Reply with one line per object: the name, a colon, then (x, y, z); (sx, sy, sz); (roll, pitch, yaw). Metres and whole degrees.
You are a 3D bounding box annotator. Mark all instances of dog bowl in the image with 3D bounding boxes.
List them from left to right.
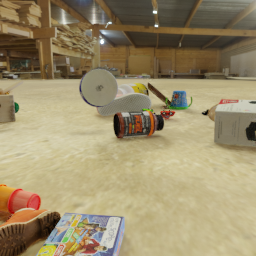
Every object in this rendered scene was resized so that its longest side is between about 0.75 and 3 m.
dog bowl: (-1.093, -1.473, 10.401); (1.393, 1.393, 0.549); (-4, 4, -17)

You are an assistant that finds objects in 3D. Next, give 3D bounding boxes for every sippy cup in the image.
sippy cup: (2.928, -1.622, 16.035); (1.374, 1.007, 1.079); (-11, 17, -41)

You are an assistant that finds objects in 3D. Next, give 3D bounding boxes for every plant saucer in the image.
plant saucer: (1.912, -2.001, 17.046); (2.100, 0.337, 2.100); (39, 8, -7)

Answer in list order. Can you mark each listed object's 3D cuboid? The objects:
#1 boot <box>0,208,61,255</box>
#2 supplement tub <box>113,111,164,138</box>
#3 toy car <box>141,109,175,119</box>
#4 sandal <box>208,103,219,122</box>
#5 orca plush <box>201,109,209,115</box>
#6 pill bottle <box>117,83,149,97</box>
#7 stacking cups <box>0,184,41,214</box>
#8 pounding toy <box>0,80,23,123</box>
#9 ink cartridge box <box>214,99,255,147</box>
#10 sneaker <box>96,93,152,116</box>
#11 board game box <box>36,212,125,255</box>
boot: (-1.595, 1.443, 3.961); (0.629, 0.440, 1.173); (4, 5, 33)
supplement tub: (0.384, -0.149, 9.808); (1.690, 0.904, 0.904); (-5, 14, -18)
toy car: (1.158, -0.646, 13.187); (1.696, 0.378, 1.596); (-7, 14, -30)
sandal: (4.537, -0.375, 10.757); (2.733, 1.002, 0.899); (8, 23, 3)
orca plush: (4.089, -0.719, 13.997); (0.811, 0.288, 0.427); (-1, -32, -21)
pill bottle: (0.080, -1.911, 16.479); (1.371, 1.371, 2.448); (9, 16, 34)
stacking cups: (-2.375, 1.155, 4.913); (1.837, 0.556, 0.556); (5, 14, 15)
pounding toy: (-5.989, -1.271, 12.924); (2.387, 1.697, 2.197); (-5, 14, -22)
ink cartridge box: (4.308, -0.198, 9.110); (2.696, 1.117, 1.965); (4, 18, 22)
sneaker: (-0.335, -1.335, 14.528); (2.894, 1.089, 1.513); (-8, 20, -17)
board game box: (-0.602, 1.581, 3.626); (0.950, 0.242, 1.403); (2, 13, 8)
